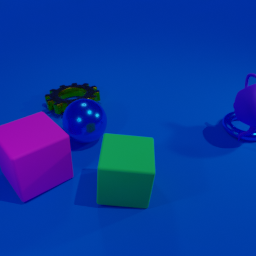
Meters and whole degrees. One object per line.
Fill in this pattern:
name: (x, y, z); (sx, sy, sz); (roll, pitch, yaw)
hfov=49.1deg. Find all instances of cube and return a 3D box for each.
cube: (-2.307, 0.649, 6.840); (1.364, 1.364, 1.364); (-25, 43, -33)
cube: (-0.055, 0.983, 6.507); (1.193, 1.193, 1.193); (5, 37, -1)

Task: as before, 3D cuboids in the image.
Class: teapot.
teapot: (3.458, -0.566, 7.899); (1.218, 1.959, 0.959); (3, 2, -44)

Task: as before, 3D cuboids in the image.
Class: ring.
ring: (3.677, -0.089, 8.779); (1.403, 0.281, 1.403); (0, 37, 0)

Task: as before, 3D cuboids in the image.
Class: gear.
gear: (-1.936, -1.071, 9.869); (1.874, 0.347, 1.874); (-2, 31, 2)

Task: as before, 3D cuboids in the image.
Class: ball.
ball: (-1.244, -0.204, 8.091); (1.282, 1.282, 1.282); (0, 37, 0)
